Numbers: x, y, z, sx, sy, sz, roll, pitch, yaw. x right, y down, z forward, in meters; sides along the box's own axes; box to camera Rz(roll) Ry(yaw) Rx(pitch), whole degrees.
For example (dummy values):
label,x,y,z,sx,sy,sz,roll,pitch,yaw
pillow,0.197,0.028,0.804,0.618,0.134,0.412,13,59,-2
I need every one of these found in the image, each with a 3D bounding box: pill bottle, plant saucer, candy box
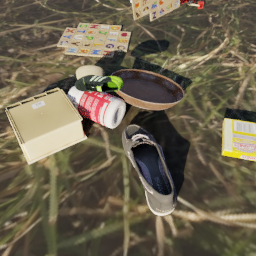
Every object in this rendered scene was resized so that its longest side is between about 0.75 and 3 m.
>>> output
label,x,y,z,sx,sy,sz,roll,pitch,yaw
pill bottle,-0.959,-0.677,8.290,1.613,0.906,0.906,23,53,19
plant saucer,0.570,-1.186,8.715,2.338,0.403,2.338,9,33,-6
candy box,3.843,0.427,7.713,2.389,0.316,1.221,10,52,9

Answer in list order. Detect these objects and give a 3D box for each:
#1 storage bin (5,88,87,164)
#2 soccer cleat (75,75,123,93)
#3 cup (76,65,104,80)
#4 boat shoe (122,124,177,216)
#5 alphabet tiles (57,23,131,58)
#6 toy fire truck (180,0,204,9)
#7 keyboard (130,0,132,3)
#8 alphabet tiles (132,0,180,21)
label,x,y,z,sx,sy,sz,roll,pitch,yaw
storage bin,-2.344,-0.160,7.922,1.715,0.804,1.703,-25,53,-20
soccer cleat,-0.775,-1.093,7.085,1.296,0.438,0.525,-1,31,13
cup,-1.225,-1.522,9.141,0.933,0.933,0.667,-3,73,-2
boat shoe,0.536,0.780,7.078,0.940,0.801,2.812,-13,50,-11
alphabet tiles,-1.339,-3.630,11.428,2.803,0.089,2.333,6,49,5
toy fire truck,3.012,-6.046,13.428,1.138,0.277,0.803,2,49,2
keyboard,0.683,-4.843,9.287,0.518,1.839,0.098,28,50,-10
alphabet tiles,0.831,-3.846,8.051,1.738,1.453,0.066,-32,54,-16
